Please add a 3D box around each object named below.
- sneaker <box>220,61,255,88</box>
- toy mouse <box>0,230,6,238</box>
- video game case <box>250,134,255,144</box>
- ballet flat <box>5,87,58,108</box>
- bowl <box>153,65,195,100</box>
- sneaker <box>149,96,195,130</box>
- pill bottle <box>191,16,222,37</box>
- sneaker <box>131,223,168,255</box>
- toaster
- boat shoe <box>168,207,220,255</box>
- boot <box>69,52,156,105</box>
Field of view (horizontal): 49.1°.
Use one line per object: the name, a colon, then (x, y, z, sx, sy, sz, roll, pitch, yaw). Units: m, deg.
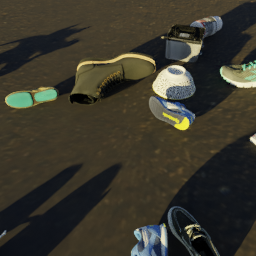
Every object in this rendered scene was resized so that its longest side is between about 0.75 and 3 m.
sneaker: (4.692, -2.075, 9.868, 2.685, 1.225, 1.042, 10, 43, 11)
toy mouse: (-3.513, 2.983, 4.930, 2.153, 0.469, 2.422, -6, 43, -6)
video game case: (4.635, 0.272, 8.104, 1.833, 0.165, 1.312, -28, 50, -28)
ballet flat: (-3.161, -1.041, 9.318, 1.673, 0.591, 0.591, -13, 44, -13)
bowl: (1.657, -1.733, 9.879, 1.522, 0.714, 1.522, -1, 42, 1)
sneaker: (1.350, -0.522, 8.694, 1.614, 0.597, 0.664, 36, 47, 29)
pill bottle: (3.636, -4.673, 12.982, 1.431, 0.829, 0.829, -27, 49, -27)
sneaker: (0.401, 2.626, 5.243, 0.717, 0.645, 1.744, 0, 37, 7)
toaster: (2.322, -3.582, 11.677, 1.669, 0.990, 1.509, 12, 44, 12)
boat shoe: (1.381, 2.222, 5.716, 0.583, 0.525, 1.650, -18, 46, -19)
boot: (-0.496, -1.538, 9.565, 2.843, 1.101, 1.967, -5, 46, 14)
